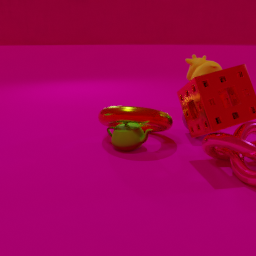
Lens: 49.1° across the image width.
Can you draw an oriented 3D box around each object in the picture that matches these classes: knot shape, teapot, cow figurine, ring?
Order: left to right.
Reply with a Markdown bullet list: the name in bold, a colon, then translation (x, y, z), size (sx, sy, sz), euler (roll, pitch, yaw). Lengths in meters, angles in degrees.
- **teapot**: translation (0.027, 0.134, 5.999), size (1.182, 0.579, 0.735), euler (7, 26, 34)
- **ring**: translation (0.169, -0.179, 6.428), size (1.717, 0.343, 1.717), euler (5, -8, 1)
- **cow figurine**: translation (1.948, -1.402, 7.174), size (0.803, 1.440, 1.463), euler (5, -14, -3)
- **knot shape**: translation (2.284, 0.373, 5.060), size (1.491, 0.736, 1.594), euler (-15, 23, -37)

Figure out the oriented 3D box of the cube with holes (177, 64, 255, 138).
- **cube with holes**: translation (1.643, -0.457, 5.200), size (0.974, 0.974, 0.974), euler (-16, -5, -10)

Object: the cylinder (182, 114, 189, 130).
- **cylinder**: translation (1.739, -0.290, 6.681), size (0.782, 0.782, 0.782), euler (1, -5, 3)
